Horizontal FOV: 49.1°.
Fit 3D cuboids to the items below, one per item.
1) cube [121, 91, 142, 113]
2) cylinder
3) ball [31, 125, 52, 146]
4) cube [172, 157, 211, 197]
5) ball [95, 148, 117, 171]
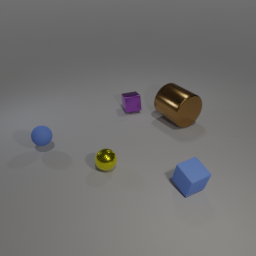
[{"bbox_3d":[0.148,-1.154,12.382,0.700,0.700,0.700,-11,24,-11],"label":"cube"},{"bbox_3d":[2.013,-0.937,11.323,1.400,1.400,1.400,-18,37,-29],"label":"cylinder"},{"bbox_3d":[-2.924,0.263,9.501,0.700,0.700,0.700,0,30,0],"label":"ball"},{"bbox_3d":[1.767,1.368,7.867,0.700,0.700,0.700,-17,49,-24],"label":"cube"},{"bbox_3d":[-0.689,0.982,8.749,0.700,0.700,0.700,0,30,0],"label":"ball"}]
